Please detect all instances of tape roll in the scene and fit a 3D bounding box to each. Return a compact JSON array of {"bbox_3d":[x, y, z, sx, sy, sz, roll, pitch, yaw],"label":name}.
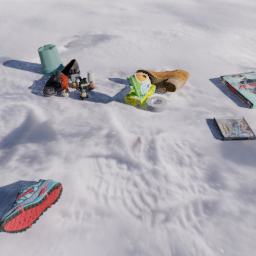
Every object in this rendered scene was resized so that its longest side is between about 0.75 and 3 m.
[{"bbox_3d":[1.061,-0.886,10.430,0.775,0.256,0.775,-1,38,0],"label":"tape roll"}]

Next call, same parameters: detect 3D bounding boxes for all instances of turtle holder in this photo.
[{"bbox_3d":[0.453,-1.497,10.066,0.728,1.025,0.779,-23,31,3],"label":"turtle holder"}]

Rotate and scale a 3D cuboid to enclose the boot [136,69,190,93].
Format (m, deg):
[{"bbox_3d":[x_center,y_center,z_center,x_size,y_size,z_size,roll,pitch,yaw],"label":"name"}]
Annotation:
[{"bbox_3d":[1.487,-2.160,11.795,2.026,0.747,1.568,26,41,21],"label":"boot"}]

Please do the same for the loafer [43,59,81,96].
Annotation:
[{"bbox_3d":[-2.796,-2.158,11.697,0.843,0.739,2.346,14,40,18],"label":"loafer"}]

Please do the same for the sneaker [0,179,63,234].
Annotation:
[{"bbox_3d":[-2.382,1.809,6.680,0.811,0.674,1.698,15,30,29],"label":"sneaker"}]

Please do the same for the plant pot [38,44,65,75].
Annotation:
[{"bbox_3d":[-3.494,-3.103,12.567,1.099,1.077,1.099,-5,38,4],"label":"plant pot"}]

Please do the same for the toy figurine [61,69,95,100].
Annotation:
[{"bbox_3d":[-1.961,-1.737,11.127,1.250,0.869,1.230,8,32,13],"label":"toy figurine"}]

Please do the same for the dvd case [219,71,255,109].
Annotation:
[{"bbox_3d":[5.083,-1.605,11.376,1.730,0.261,2.370,-9,37,-12],"label":"dvd case"}]

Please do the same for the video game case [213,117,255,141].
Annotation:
[{"bbox_3d":[3.535,0.002,9.353,1.053,0.149,1.165,-1,37,-2],"label":"video game case"}]

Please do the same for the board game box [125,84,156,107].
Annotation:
[{"bbox_3d":[0.509,-1.338,10.969,0.678,0.318,1.335,18,41,22],"label":"board game box"}]
